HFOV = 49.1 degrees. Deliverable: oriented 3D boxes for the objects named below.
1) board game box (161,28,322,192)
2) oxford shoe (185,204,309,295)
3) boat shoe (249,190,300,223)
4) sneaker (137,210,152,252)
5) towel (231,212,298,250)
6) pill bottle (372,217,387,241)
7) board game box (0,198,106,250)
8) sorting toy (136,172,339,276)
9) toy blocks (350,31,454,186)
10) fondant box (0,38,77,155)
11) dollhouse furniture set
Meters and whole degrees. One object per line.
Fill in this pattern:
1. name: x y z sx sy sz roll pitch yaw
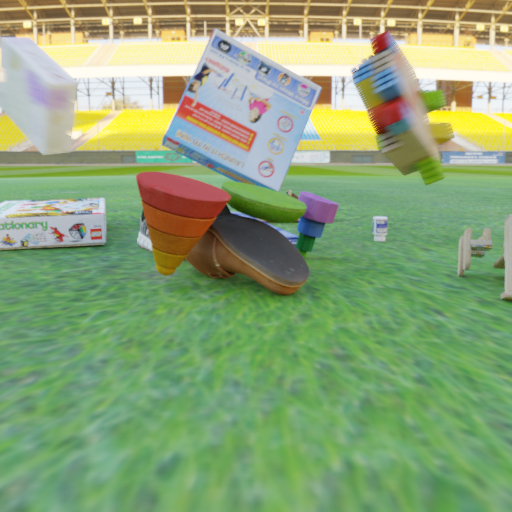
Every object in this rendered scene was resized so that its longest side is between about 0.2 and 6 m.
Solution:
1. board game box: -0.333 -3.465 13.845 3.060 2.997 0.855 25 -11 -13
2. oxford shoe: -0.410 -0.052 9.268 1.158 1.157 3.245 -8 29 -42
3. boat shoe: 1.083 -1.513 16.993 2.580 0.954 0.953 -3 11 -14
4. sneaker: -1.820 -0.628 11.814 0.938 1.113 2.544 -7 13 -32
5. towel: -0.524 -0.507 11.557 2.040 0.331 2.777 25 17 31
6. pill bottle: 2.959 -0.643 13.397 0.340 0.567 0.340 0 11 0
7. board game box: -5.226 -0.894 14.151 2.766 0.758 4.381 -4 11 -15
8. sorting toy: -0.233 -0.420 9.784 4.418 1.522 1.532 -1 22 -46
9. toy blocks: 2.040 -2.374 8.435 1.179 2.360 1.613 -20 -27 29
10. fondant box: -3.207 -2.343 8.157 0.448 1.109 1.538 -19 50 -41
11. dollhouse furniture set: 4.123 0.178 8.693 1.694 1.200 1.845 3 -10 14
